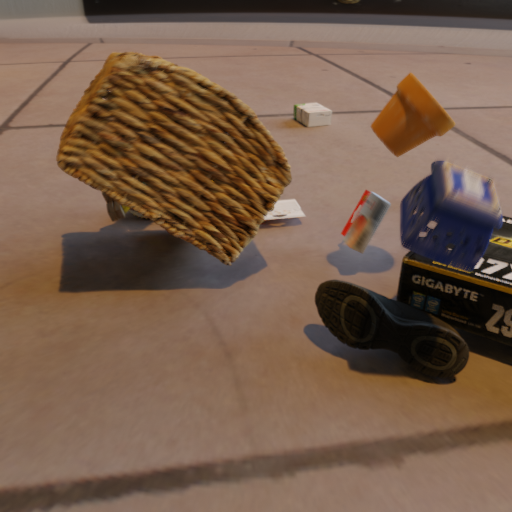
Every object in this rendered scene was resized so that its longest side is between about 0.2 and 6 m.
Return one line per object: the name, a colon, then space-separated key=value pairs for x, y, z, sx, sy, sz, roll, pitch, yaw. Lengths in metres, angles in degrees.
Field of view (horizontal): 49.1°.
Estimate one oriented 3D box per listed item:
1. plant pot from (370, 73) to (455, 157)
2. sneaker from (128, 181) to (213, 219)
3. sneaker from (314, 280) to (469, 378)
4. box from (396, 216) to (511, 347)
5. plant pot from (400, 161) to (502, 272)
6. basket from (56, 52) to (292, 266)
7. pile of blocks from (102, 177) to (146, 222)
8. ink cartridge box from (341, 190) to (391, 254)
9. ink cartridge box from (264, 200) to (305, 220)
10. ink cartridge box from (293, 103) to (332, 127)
plant pot: x=2.240 y=-2.000 z=8.266 sx=1.004 sy=0.919 sz=1.004 roll=40 pitch=23 yaw=-22
sneaker: x=-1.469 y=-1.389 z=11.193 sx=2.400 sy=1.081 sz=0.899 roll=-4 pitch=30 yaw=-2
sneaker: x=1.760 y=0.913 z=7.466 sx=2.083 sy=0.791 sz=0.946 roll=27 pitch=16 yaw=15
box: x=4.222 y=0.404 z=8.010 sx=3.623 sy=0.894 sz=2.893 roll=18 pitch=30 yaw=29
plant pot: x=2.163 y=-0.486 z=6.179 sx=0.887 sy=0.797 sz=0.887 roll=19 pitch=44 yaw=-5
basket: x=-1.284 y=-1.746 z=9.005 sx=3.205 sy=2.287 sz=2.387 roll=31 pitch=6 yaw=-23
pile of blocks: x=-2.106 y=-1.650 z=10.539 sx=0.919 sy=0.695 sz=2.238 roll=17 pitch=61 yaw=19
ink cartridge box: x=1.730 y=-0.655 z=9.411 sx=0.291 sy=0.940 sz=1.159 roll=24 pitch=13 yaw=-18
ink cartridge box: x=0.397 y=-0.837 z=11.147 sx=1.009 sy=0.220 sz=0.876 roll=-6 pitch=30 yaw=-10
ink cartridge box: x=1.715 y=-4.317 z=17.122 sx=0.803 sy=0.464 sz=1.099 roll=-10 pitch=31 yaw=-17
